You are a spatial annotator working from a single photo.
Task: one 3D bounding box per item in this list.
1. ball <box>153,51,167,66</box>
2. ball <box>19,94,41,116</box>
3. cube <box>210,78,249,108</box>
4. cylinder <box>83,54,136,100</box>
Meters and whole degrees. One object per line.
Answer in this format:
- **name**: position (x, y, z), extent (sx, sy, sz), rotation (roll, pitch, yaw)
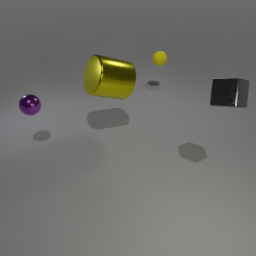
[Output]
- **ball**: position (1.563, -3.416, 13.742), extent (0.700, 0.700, 0.700), rotation (0, 32, 0)
- **ball**: position (-3.207, -0.755, 9.173), extent (0.700, 0.700, 0.700), rotation (0, 32, 0)
- **cube**: position (2.584, -0.884, 7.124), extent (0.700, 0.700, 0.700), rotation (9, 8, 42)
- **cylinder**: position (-0.653, -1.765, 9.875), extent (1.400, 1.400, 1.400), rotation (3, 26, -34)
